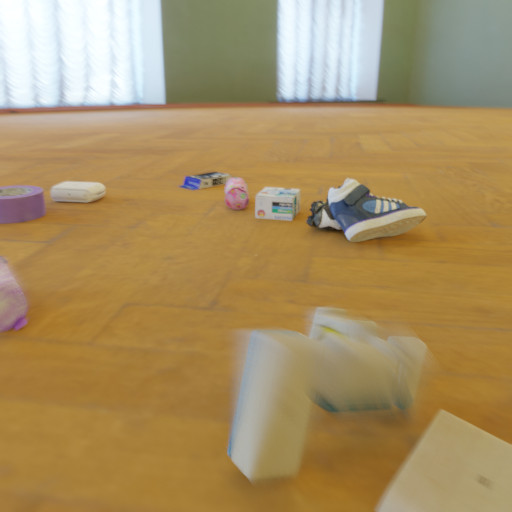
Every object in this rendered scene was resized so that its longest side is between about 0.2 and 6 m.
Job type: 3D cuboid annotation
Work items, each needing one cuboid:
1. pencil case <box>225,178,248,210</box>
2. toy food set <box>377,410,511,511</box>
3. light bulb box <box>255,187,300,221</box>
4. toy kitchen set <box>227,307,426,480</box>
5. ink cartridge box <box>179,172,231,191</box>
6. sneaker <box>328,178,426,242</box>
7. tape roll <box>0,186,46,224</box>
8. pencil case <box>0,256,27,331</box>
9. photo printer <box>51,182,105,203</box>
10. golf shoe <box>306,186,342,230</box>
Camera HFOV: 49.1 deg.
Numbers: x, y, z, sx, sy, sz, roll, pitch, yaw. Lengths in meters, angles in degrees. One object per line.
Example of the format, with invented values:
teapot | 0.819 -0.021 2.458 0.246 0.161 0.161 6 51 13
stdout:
pencil case | -0.477 -1.575 14.024 0.622 0.622 1.422 -1 17 -2
toy food set | 1.714 1.932 4.376 1.112 0.468 1.550 25 30 27
light bulb box | 0.515 -1.222 13.091 0.893 0.562 0.901 5 20 14
toy kitchen set | 0.479 1.232 5.697 2.015 1.187 1.614 8 6 -32
ink cartridge box | -1.501 -2.192 16.322 0.736 0.290 1.480 18 27 40
sneaker | 2.410 -1.112 11.496 1.926 0.776 1.411 -13 65 -20
tape roll | -5.657 -1.211 13.032 1.386 0.589 1.386 0 20 0
pencil case | -3.758 0.502 8.012 0.690 0.702 1.643 -35 32 -17
photo printer | -4.584 -1.668 14.607 1.167 0.405 0.971 3 18 7
golf shoe | 1.858 -0.960 12.333 0.899 0.740 1.902 22 33 23
